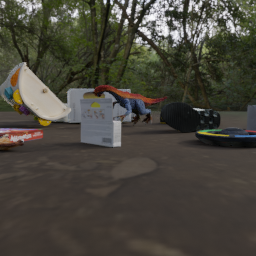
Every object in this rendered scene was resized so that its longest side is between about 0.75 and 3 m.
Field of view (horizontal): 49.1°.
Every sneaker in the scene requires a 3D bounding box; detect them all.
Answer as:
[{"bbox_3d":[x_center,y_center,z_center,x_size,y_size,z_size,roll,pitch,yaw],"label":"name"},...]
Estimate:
[{"bbox_3d":[1.868,-0.310,9.364,2.518,0.933,1.114,9,-1,-36],"label":"sneaker"}]

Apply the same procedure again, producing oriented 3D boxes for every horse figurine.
[{"bbox_3d":[-2.586,0.252,5.304,1.229,0.307,0.814,6,8,-16],"label":"horse figurine"}]

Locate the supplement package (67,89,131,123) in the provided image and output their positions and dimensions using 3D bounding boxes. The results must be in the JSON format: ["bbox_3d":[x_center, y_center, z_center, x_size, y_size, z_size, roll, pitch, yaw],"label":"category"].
[{"bbox_3d":[-1.486,-1.080,13.936,2.930,1.667,1.605,-2,3,-16],"label":"supplement package"}]

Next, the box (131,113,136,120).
[{"bbox_3d":[-0.976,-1.104,16.264,2.917,0.877,1.702,-1,21,-19],"label":"box"}]

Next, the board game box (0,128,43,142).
[{"bbox_3d":[-3.697,0.170,6.907,2.742,0.267,1.412,1,5,13],"label":"board game box"}]

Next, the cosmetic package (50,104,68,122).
[{"bbox_3d":[-3.923,-0.820,15.142,1.238,0.976,2.301,-2,3,-45],"label":"cosmetic package"}]

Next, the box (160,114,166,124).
[{"bbox_3d":[2.888,-0.454,13.334,2.184,0.539,1.744,4,4,43],"label":"box"}]

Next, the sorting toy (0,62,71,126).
[{"bbox_3d":[-4.182,-1.101,11.468,2.400,1.424,2.666,1,-37,43],"label":"sorting toy"}]

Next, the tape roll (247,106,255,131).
[{"bbox_3d":[5.334,-0.313,9.185,2.640,0.872,2.640,0,4,0],"label":"tape roll"}]

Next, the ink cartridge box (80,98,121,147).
[{"bbox_3d":[-0.609,-0.134,6.015,0.253,0.996,1.130,-4,6,-44],"label":"ink cartridge box"}]

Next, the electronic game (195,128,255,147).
[{"bbox_3d":[2.377,0.167,6.321,1.670,0.348,1.670,0,4,0],"label":"electronic game"}]

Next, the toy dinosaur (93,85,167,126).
[{"bbox_3d":[-0.111,-1.136,11.338,1.500,2.856,2.592,15,-29,46],"label":"toy dinosaur"}]
